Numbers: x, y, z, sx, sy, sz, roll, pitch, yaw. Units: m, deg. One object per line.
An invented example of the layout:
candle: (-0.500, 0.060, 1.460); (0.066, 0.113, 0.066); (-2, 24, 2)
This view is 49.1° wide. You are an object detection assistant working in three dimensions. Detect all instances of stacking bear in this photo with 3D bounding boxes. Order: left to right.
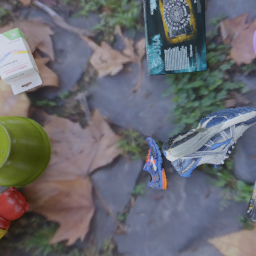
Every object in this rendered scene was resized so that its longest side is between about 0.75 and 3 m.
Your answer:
stacking bear: (-3.688, 2.515, 7.483); (2.130, 1.212, 1.294); (-39, 84, -10)

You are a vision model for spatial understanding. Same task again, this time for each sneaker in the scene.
sneaker: (0.705, 1.004, 7.958); (0.604, 0.580, 1.540); (-12, 80, 3)
sneaker: (2.410, 0.374, 7.817); (2.924, 1.127, 1.245); (-26, 104, -6)

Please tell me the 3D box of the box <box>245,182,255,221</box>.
box: (4.389, 1.857, 7.858); (1.568, 0.479, 1.980); (20, 82, 3)

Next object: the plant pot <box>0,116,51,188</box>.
plant pot: (-3.305, 0.548, 7.270); (2.104, 2.025, 2.104); (0, 82, -1)

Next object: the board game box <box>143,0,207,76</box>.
board game box: (1.372, -2.917, 8.223); (1.768, 0.368, 2.614); (-4, 99, -1)

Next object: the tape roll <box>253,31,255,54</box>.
tape roll: (4.898, -2.653, 8.412); (2.019, 0.662, 2.019); (0, 81, -1)

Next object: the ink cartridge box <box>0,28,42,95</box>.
ink cartridge box: (-3.346, -1.969, 8.355); (0.994, 0.571, 1.697); (-23, 83, -3)
